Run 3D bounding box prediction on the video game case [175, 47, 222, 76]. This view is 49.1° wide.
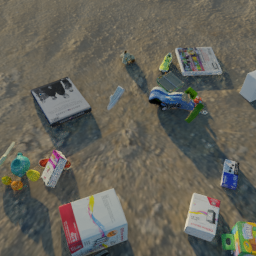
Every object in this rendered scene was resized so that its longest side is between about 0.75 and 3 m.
[{"bbox_3d":[3.639,-3.513,14.650,1.980,0.250,2.173,-3,50,-2],"label":"video game case"}]

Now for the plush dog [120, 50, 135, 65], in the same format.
[{"bbox_3d":[0.047,-3.725,14.673,0.686,0.641,0.799,8,44,-25],"label":"plush dog"}]

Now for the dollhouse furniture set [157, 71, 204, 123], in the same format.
[{"bbox_3d":[2.010,-1.252,11.266,2.114,0.816,1.056,44,49,12],"label":"dollhouse furniture set"}]

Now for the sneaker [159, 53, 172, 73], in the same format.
[{"bbox_3d":[1.928,-3.344,14.317,0.508,0.515,1.348,13,50,10],"label":"sneaker"}]

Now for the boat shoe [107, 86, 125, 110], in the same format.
[{"bbox_3d":[-0.452,-0.970,9.035,0.279,0.848,0.305,38,17,4],"label":"boat shoe"}]

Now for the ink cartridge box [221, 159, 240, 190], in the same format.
[{"bbox_3d":[3.691,1.665,10.106,0.508,0.239,1.080,14,50,13],"label":"ink cartridge box"}]

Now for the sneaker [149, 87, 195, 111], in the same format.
[{"bbox_3d":[1.873,-1.069,12.244,2.111,0.829,0.941,17,60,23],"label":"sneaker"}]

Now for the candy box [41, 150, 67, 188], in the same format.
[{"bbox_3d":[-2.484,1.360,9.398,0.717,0.321,1.052,32,97,54],"label":"candy box"}]

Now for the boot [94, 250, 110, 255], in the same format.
[{"bbox_3d":[-0.863,4.343,7.480,1.778,0.650,1.338,-38,58,-24],"label":"boot"}]

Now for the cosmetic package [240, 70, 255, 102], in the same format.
[{"bbox_3d":[5.893,-1.988,12.668,1.195,1.191,0.735,-23,53,-20],"label":"cosmetic package"}]

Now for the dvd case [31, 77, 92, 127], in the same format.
[{"bbox_3d":[-3.044,-1.246,12.610,1.905,0.313,2.535,-25,53,-20],"label":"dvd case"}]

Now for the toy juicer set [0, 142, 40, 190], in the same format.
[{"bbox_3d":[-4.091,1.499,10.164,1.162,0.497,1.827,-42,63,-10],"label":"toy juicer set"}]

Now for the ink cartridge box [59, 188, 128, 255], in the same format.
[{"bbox_3d":[-0.995,2.854,8.372,1.737,1.262,1.257,-17,51,-14],"label":"ink cartridge box"}]

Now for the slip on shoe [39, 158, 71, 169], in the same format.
[{"bbox_3d":[-2.714,1.279,10.361,1.215,0.372,0.450,4,51,5],"label":"slip on shoe"}]

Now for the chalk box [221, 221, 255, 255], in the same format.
[{"bbox_3d":[3.529,3.370,8.150,1.506,0.934,0.940,6,48,5],"label":"chalk box"}]

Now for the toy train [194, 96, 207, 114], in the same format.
[{"bbox_3d":[3.100,-1.052,12.452,0.800,0.296,1.065,-8,49,-7],"label":"toy train"}]

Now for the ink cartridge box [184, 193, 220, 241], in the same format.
[{"bbox_3d":[2.378,2.810,8.915,0.906,0.526,1.227,15,49,12],"label":"ink cartridge box"}]
